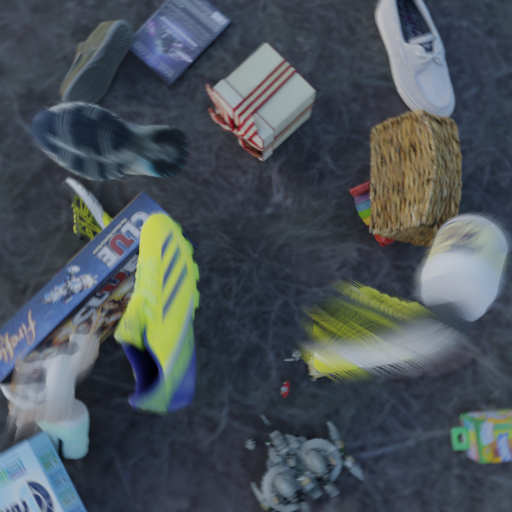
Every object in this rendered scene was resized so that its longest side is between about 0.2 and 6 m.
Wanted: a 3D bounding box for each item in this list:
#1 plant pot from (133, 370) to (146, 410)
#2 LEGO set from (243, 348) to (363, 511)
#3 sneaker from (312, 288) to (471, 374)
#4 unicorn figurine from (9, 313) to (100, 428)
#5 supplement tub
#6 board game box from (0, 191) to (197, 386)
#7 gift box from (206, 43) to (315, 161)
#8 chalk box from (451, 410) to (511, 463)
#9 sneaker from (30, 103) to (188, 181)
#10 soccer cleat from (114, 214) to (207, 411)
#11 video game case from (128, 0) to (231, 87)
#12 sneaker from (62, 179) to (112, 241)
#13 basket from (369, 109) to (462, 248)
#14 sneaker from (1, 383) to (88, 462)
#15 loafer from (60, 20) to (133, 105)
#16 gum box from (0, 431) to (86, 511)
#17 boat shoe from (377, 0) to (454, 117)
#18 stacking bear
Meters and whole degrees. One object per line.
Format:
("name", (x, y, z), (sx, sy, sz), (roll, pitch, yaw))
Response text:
("plant pot", (-1.787, 2.303, 10.860), (1.026, 1.003, 0.996), (-14, 83, -11))
("LEGO set", (0.875, 3.556, 10.658), (2.290, 0.999, 3.526), (-4, 83, 0))
("sneaker", (1.790, 1.025, 8.566), (1.127, 3.026, 1.280), (-5, 76, -38))
("unicorn figurine", (-2.857, 1.684, 8.013), (1.138, 0.612, 1.658), (3, 56, -15))
("supplement tub", (3.168, 0.192, 8.568), (1.086, 1.086, 1.498), (34, 46, 4))
("board game box", (-2.868, 0.725, 10.176), (0.663, 2.595, 3.831), (44, 86, 11))
("gift box", (0.032, -3.026, 11.104), (1.643, 1.759, 1.623), (-44, 80, -3))
("chalk box", (4.446, 3.471, 10.765), (1.300, 0.805, 0.809), (-6, 83, -1))
("sneaker", (-2.455, -1.744, 9.054), (1.205, 2.792, 1.084), (12, 96, 36))
("soccer cleat", (-1.399, 0.731, 7.772), (1.166, 0.901, 2.787), (0, 77, -34))
("video game case", (-1.679, -4.775, 12.072), (1.380, 0.183, 1.931), (41, 86, 4))
("sneaker", (-3.444, -0.752, 11.335), (0.773, 0.681, 1.827), (-39, 85, -4))
("basket", (3.295, -1.438, 10.614), (1.712, 1.640, 2.298), (10, 77, -32))
("sneaker", (-4.117, 3.103, 10.806), (2.206, 0.812, 1.301), (23, 123, 28))
("loafer", (-3.413, -4.028, 11.774), (0.741, 0.801, 2.129), (31, 84, 31))
("gum box", (-4.121, 4.584, 10.394), (1.804, 0.473, 2.123), (-32, 84, 26))
("boat shoe", (3.387, -4.255, 11.585), (1.055, 1.004, 2.931), (-14, 83, -2))
("stacking bear", (2.474, -0.863, 11.336), (0.801, 0.750, 1.320), (-26, 93, -31))
